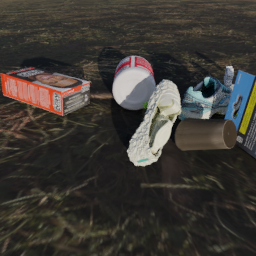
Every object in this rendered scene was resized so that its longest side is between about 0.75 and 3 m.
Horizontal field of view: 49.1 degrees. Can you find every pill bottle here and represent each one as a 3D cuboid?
[{"bbox_3d":[0.213,-1.712,9.791,1.384,1.384,2.466,1,28,1],"label":"pill bottle"}]

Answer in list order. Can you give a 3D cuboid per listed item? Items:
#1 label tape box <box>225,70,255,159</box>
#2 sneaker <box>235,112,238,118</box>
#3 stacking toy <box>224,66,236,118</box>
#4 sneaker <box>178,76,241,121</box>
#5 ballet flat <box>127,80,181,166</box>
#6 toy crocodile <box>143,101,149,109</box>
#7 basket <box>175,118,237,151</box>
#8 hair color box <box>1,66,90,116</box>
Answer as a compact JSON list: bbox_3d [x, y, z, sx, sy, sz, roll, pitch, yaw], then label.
[{"bbox_3d":[3.506,-0.116,6.543,0.821,1.871,2.595,-3,28,-21],"label":"label tape box"},{"bbox_3d":[3.809,-0.212,7.445,1.951,0.723,0.815,7,21,-9],"label":"sneaker"},{"bbox_3d":[4.182,-1.005,8.594,2.007,0.626,2.662,-1,49,8],"label":"stacking toy"},{"bbox_3d":[2.785,-1.047,8.853,2.801,1.209,1.087,-24,42,-35],"label":"sneaker"},{"bbox_3d":[0.862,-0.187,6.872,0.933,0.933,2.602,14,62,22],"label":"ballet flat"},{"bbox_3d":[0.892,-0.803,8.636,0.931,0.314,0.287,-17,45,-8],"label":"toy crocodile"},{"bbox_3d":[1.945,0.144,6.855,1.199,0.816,1.082,-1,20,47],"label":"basket"},{"bbox_3d":[-2.790,-1.332,9.470,2.757,0.844,1.399,18,30,24],"label":"hair color box"}]
